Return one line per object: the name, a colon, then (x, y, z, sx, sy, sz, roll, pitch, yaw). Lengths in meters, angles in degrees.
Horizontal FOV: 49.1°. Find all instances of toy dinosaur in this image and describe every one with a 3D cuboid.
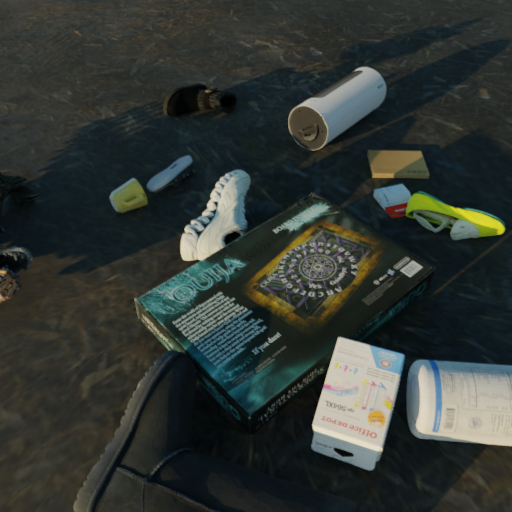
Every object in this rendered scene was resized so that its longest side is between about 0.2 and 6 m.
toy dinosaur: (-6.595, -0.934, 10.817, 5.610, 2.866, 3.808, 29, 62, 0)

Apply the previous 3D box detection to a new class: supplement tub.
supplement tub: (3.178, 2.145, 8.191, 1.760, 1.161, 1.161, 4, 41, 3)

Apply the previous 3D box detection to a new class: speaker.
speaker: (2.240, -4.011, 15.171, 1.254, 1.254, 3.089, 28, 49, 28)

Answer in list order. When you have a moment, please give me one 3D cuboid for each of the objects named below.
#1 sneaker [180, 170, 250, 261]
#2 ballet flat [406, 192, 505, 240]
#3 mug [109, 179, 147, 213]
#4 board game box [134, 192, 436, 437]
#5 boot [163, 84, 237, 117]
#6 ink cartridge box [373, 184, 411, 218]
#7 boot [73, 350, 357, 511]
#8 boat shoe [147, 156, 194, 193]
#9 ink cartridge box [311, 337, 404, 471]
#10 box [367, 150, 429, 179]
sneaker: (-0.591, -0.777, 11.676, 1.044, 0.968, 2.575, 16, 53, 15)
ballet flat: (4.156, -0.725, 11.956, 2.087, 0.697, 0.699, 27, 69, 31)
mug: (-2.873, -1.320, 12.471, 0.677, 0.825, 0.661, -30, 86, -21)
board game box: (0.569, 0.664, 9.930, 4.479, 0.631, 3.030, -32, 53, -28)
boot: (-1.579, -4.355, 15.954, 1.396, 0.703, 1.867, 28, 48, 28)
ink cartridge box: (3.217, -1.259, 12.795, 0.740, 0.219, 0.925, -12, 42, -13)
boot: (-0.265, 2.852, 7.384, 3.305, 1.085, 2.724, 12, 53, 20)
boat shoe: (-1.965, -1.858, 13.280, 0.530, 0.437, 1.543, 2, 36, 37)
ink cartridge box: (1.455, 2.159, 8.074, 0.999, 0.973, 1.554, 13, 63, 16)
box: (3.541, -2.308, 14.044, 1.381, 0.147, 1.128, 1, 41, 2)
